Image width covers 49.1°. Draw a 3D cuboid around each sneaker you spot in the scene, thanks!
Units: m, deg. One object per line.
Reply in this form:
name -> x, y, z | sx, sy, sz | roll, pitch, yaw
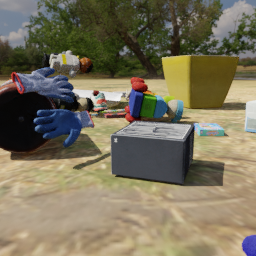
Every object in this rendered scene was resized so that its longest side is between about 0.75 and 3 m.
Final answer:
sneaker -> -1.280, -1.092, 11.087 | 0.592, 0.786, 1.681 | -6, 9, -27

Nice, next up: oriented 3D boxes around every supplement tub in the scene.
supplement tub -> -2.343, -0.419, 6.214 | 1.359, 1.359, 2.541 | -4, 15, -19

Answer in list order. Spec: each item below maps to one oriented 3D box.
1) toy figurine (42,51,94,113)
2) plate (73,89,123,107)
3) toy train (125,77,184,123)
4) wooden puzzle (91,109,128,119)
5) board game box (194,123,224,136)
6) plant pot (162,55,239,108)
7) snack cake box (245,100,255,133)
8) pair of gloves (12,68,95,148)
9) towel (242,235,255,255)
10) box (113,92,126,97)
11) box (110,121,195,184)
toy figurine -> -2.221, -1.658, 10.356 | 1.615, 2.286, 2.322 | 1, 11, -27
plate -> -1.679, -1.385, 12.997 | 2.763, 0.448, 2.769 | 6, 13, 0
toy train -> 0.802, -0.969, 9.511 | 1.679, 1.229, 2.902 | 11, 17, -5
wooden puzzle -> -0.384, -0.519, 10.074 | 1.882, 0.132, 1.116 | -4, 12, -20
board game box -> 2.090, 0.036, 7.282 | 0.611, 0.181, 0.803 | 1, 12, 4
plant pot -> 3.100, -2.055, 12.465 | 2.462, 2.171, 2.461 | -5, 13, -18
snack cake box -> 4.382, -0.374, 7.694 | 1.394, 0.814, 2.424 | 9, 14, 44
pair of gloves -> -1.301, -0.410, 5.104 | 0.189, 1.658, 1.333 | -36, -14, 34
towel -> 1.346, 1.014, 1.806 | 0.850, 0.285, 1.151 | 7, -5, 1
box -> -0.161, -2.053, 17.063 | 1.519, 0.294, 0.315 | -3, 12, -13
box -> 0.435, 0.338, 4.547 | 1.133, 0.698, 1.124 | 4, 12, 20
